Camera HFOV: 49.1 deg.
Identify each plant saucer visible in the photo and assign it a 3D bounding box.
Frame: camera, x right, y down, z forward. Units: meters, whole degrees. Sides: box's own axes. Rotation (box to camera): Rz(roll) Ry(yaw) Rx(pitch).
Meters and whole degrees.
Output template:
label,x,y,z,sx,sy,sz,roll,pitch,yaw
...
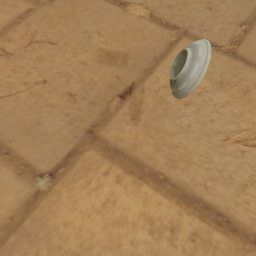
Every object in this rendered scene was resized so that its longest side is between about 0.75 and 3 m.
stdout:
label,x,y,z,sx,sy,sz,roll,pitch,yaw
plant saucer,1.351,-1.453,6.666,0.378,1.508,1.508,21,60,-17
